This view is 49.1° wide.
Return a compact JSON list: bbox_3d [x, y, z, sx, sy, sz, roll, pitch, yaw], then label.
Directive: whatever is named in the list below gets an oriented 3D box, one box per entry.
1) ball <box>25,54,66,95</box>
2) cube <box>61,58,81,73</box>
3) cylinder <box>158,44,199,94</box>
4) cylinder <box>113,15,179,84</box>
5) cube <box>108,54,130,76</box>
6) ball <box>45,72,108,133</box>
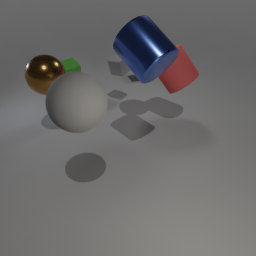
[{"bbox_3d":[-2.873,-1.853,9.801,1.400,1.400,1.400,0,33,0],"label":"ball"},{"bbox_3d":[-2.285,-2.213,10.954,0.700,0.700,0.700,-26,50,-24],"label":"cube"},{"bbox_3d":[1.846,-2.314,11.056,1.400,1.400,1.400,-35,12,8],"label":"cylinder"},{"bbox_3d":[0.512,-2.270,8.183,1.400,1.400,1.400,-30,77,-38],"label":"cylinder"},{"bbox_3d":[-0.376,-2.820,12.568,0.700,0.700,0.700,14,45,34],"label":"cube"},{"bbox_3d":[-1.173,-0.583,6.445,1.400,1.400,1.400,0,33,0],"label":"ball"}]
